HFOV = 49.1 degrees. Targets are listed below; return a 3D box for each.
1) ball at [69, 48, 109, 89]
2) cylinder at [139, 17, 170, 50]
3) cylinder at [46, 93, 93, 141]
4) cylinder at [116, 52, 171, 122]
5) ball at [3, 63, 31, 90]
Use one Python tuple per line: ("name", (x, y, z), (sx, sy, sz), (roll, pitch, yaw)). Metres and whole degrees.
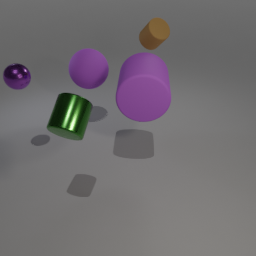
("ball", (-1.382, -2.076, 9.871), (1.400, 1.400, 1.400), (0, 30, 0))
("cylinder", (0.780, -2.794, 8.340), (0.700, 0.700, 0.700), (-15, -4, -25))
("cylinder", (-1.091, -0.204, 5.301), (0.700, 0.700, 0.700), (10, 72, 17))
("cylinder", (0.421, -1.114, 7.550), (1.400, 1.400, 1.400), (2, 38, 3))
("ball", (-2.954, -1.368, 7.468), (0.700, 0.700, 0.700), (0, 30, 0))
